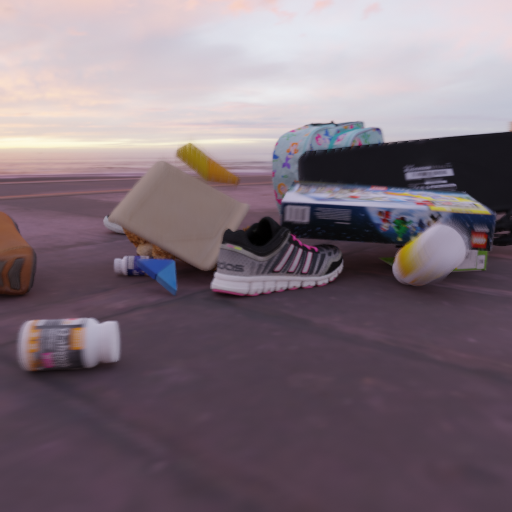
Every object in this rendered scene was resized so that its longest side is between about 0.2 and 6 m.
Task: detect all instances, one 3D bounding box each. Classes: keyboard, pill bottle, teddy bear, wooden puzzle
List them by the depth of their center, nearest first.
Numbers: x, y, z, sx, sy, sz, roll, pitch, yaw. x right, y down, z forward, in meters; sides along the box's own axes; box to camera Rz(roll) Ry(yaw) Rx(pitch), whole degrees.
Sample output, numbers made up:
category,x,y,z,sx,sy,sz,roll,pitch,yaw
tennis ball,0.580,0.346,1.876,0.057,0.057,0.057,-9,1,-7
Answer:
category,x,y,z,sx,sy,sz,roll,pitch,yaw
pill bottle,-1.753,0.834,5.311,0.825,0.480,0.480,-2,11,-6
pill bottle,2.441,0.049,8.101,0.638,0.638,1.167,-3,-18,-15
wooden puzzle,-1.179,-0.672,9.003,1.952,0.338,2.893,31,47,7
pill bottle,-2.031,0.166,9.188,0.549,0.328,0.328,-1,11,-5
teddy bear,-1.014,-0.179,9.909,2.991,0.999,2.169,8,18,-1
keyboard,3.545,-1.120,11.505,5.233,2.724,1.037,-5,-30,4

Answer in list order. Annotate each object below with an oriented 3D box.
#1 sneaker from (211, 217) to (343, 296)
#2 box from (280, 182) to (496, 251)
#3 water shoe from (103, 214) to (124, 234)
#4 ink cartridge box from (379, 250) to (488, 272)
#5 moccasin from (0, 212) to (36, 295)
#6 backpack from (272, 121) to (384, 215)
category,x,y,z,sx,sy,sz,roll,pitch,yaw
sneaker,0.409,-0.077,8.475,2.432,1.064,0.897,-8,13,-35
box,2.127,-0.743,9.661,3.259,0.614,2.226,4,15,7
water shoe,-2.378,-1.097,13.698,2.803,1.106,1.002,2,11,12
ink cartridge box,3.095,-0.111,9.868,1.517,0.575,1.121,-2,15,-12
moccasin,-4.316,-0.071,8.678,1.160,1.099,3.006,5,16,-34
backpack,1.896,-2.070,14.485,2.374,2.799,3.153,4,15,45
